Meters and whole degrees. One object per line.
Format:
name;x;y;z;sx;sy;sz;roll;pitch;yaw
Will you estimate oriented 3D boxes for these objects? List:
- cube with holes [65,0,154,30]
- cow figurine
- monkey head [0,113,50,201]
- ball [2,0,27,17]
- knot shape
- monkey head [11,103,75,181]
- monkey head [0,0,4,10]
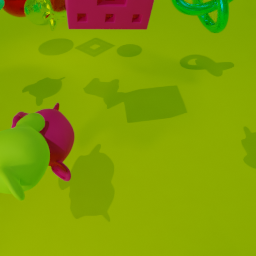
cube with holes;-0.321;-2.431;4.244;1.269;1.269;1.269;-4;59;-13
cow figurine;-1.575;-2.378;5.533;1.490;0.818;1.466;-2;28;27
monkey head;-1.496;0.265;3.373;0.905;1.081;1.502;-23;34;10
ball;-3.366;-4.066;8.567;1.274;1.274;1.274;0;43;0
knot shape;2.092;-3.252;7.187;1.850;1.731;0.855;8;55;28
monkey head;-1.395;0.269;4.560;0.962;1.149;1.597;3;46;-26
monkey head;-3.409;-2.375;6.032;0.944;1.128;1.567;26;50;-2
